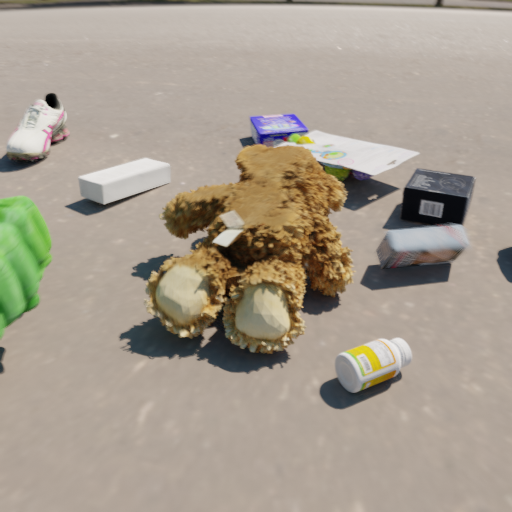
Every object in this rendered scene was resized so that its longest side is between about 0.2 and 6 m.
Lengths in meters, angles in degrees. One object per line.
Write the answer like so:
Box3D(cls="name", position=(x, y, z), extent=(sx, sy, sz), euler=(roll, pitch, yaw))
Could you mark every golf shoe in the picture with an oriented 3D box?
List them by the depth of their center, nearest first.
Box3D(cls="golf shoe", position=(-5.525, -3.206, 13.930), extent=(0.983, 1.247, 2.708), euler=(2, 31, 1))

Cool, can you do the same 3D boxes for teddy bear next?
Box3D(cls="teddy bear", position=(0.008, -0.141, 8.709), extent=(3.149, 1.450, 4.343), euler=(-4, 38, 3))

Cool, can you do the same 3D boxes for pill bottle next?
Box3D(cls="pill bottle", position=(1.437, 1.294, 6.801), extent=(0.871, 0.484, 0.484), euler=(-15, 33, -25))

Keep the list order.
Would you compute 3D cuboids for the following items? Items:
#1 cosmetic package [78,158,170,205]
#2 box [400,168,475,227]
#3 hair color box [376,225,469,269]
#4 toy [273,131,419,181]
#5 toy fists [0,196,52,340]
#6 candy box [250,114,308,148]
Box3D(cls="cosmetic package", position=(-2.726, -1.590, 11.784), extent=(0.763, 0.468, 1.848), euler=(17, 30, 34))
Box3D(cls="box", position=(3.493, -1.120, 10.774), extent=(1.173, 0.727, 1.153), euler=(13, 32, 22))
Box3D(cls="hair color box", position=(2.659, -0.139, 9.009), extent=(1.268, 0.628, 0.384), euler=(-5, 63, -10))
Box3D(cls="toy", position=(1.909, -2.128, 12.596), extent=(1.691, 0.693, 2.937), euler=(-28, 40, -36))
Box3D(cls="toy fists", position=(-3.703, 0.214, 7.355), extent=(1.905, 1.285, 3.737), euler=(-29, 22, -4))
Box3D(cls="candy box", position=(0.575, -3.203, 14.571), extent=(1.275, 0.581, 1.508), euler=(-6, 31, -8))
